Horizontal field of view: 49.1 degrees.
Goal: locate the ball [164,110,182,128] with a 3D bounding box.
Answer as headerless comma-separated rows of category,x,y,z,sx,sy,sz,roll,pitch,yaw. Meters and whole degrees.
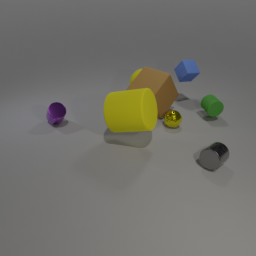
ball,1.773,-0.361,11.032,0.700,0.700,0.700,0,30,0

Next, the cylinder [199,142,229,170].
cylinder,2.711,0.869,8.791,0.700,0.700,0.700,24,31,35

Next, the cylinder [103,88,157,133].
cylinder,0.109,-0.572,9.429,1.400,1.400,1.400,-3,26,26

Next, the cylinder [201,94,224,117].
cylinder,3.441,-0.922,11.481,0.700,0.700,0.700,-6,32,-10

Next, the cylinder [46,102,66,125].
cylinder,-2.834,-0.568,11.046,0.700,0.700,0.700,8,68,-20

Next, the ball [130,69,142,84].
ball,0.781,-2.143,13.445,1.400,1.400,1.400,0,30,0

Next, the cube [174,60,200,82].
cube,2.592,-2.509,12.315,0.700,0.700,0.700,-8,70,-29

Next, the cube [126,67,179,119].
cube,1.043,-1.484,11.772,1.400,1.400,1.400,26,73,38
